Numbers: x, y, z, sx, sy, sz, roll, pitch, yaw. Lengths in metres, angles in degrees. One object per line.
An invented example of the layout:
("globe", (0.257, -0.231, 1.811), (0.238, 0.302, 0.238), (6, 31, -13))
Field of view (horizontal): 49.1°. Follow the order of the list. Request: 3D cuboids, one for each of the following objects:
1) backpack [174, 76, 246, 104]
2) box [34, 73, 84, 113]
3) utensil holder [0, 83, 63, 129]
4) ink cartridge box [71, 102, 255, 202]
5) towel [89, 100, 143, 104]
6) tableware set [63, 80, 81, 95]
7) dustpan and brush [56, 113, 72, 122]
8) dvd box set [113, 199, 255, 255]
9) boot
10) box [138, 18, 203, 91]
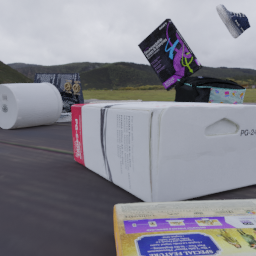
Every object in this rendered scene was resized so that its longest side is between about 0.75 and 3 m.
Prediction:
("backpack", (3.605, -1.218, 12.153), (2.638, 2.023, 2.319), (-8, 17, -20))
("box", (-3.436, -1.587, 14.230), (2.134, 1.220, 2.344), (-1, -31, -2))
("utensil holder", (-3.952, -0.878, 10.974), (1.776, 1.776, 2.090), (4, 11, 32))
("ink cartridge box", (0.449, 0.156, 4.444), (1.949, 1.119, 2.684), (-4, 8, -28))
("towel", (-0.640, -0.627, 11.552), (2.516, 0.434, 1.667), (0, 31, 13))
("tableware set", (-2.385, -1.712, 11.820), (0.857, 0.566, 0.172), (14, 17, 29))
("dustpan and brush", (-2.809, -0.612, 13.582), (1.920, 0.549, 1.340), (-4, 8, -30))
("dvd box set", (0.720, 0.911, 1.547), (1.515, 0.304, 2.071), (-1, 6, -7))
("boot", (3.471, -3.653, 9.206), (1.432, 0.647, 0.521), (37, 23, -38))
("box", (1.945, -3.461, 13.399), (1.991, 2.785, 0.503), (-35, -5, 35))
